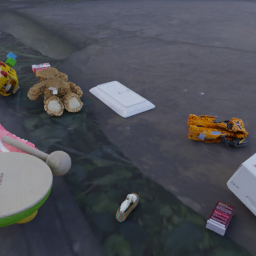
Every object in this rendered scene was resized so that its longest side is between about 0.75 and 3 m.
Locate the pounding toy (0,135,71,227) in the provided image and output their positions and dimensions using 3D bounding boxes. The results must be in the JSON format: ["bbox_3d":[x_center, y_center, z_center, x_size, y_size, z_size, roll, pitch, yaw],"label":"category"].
[{"bbox_3d":[-2.857,1.586,6.763,2.294,1.379,2.972,13,27,8],"label":"pounding toy"}]

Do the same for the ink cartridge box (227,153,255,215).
[{"bbox_3d":[3.929,1.256,6.995,2.341,0.991,1.692,-27,59,-29],"label":"ink cartridge box"}]

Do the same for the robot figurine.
[{"bbox_3d":[3.118,0.045,9.664,2.043,0.595,1.481,5,35,7],"label":"robot figurine"}]

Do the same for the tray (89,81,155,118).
[{"bbox_3d":[-0.323,-1.398,12.143,1.596,0.330,2.973,-19,38,-29],"label":"tray"}]

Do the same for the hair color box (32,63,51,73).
[{"bbox_3d":[-4.628,-3.214,14.974,0.893,0.285,0.495,-14,35,-23],"label":"hair color box"}]

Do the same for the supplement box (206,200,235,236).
[{"bbox_3d":[2.239,2.148,6.749,0.435,0.243,0.799,20,39,29],"label":"supplement box"}]

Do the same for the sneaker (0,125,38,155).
[{"bbox_3d":[-3.444,0.724,8.511,1.214,1.032,2.800,-11,38,-37],"label":"sneaker"}]

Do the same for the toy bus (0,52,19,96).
[{"bbox_3d":[-5.422,-2.014,12.371,2.043,1.119,2.165,-11,55,40],"label":"toy bus"}]

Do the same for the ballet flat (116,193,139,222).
[{"bbox_3d":[0.000,1.900,7.032,0.333,0.355,0.981,18,37,26],"label":"ballet flat"}]

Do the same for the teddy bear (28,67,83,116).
[{"bbox_3d":[-2.995,-1.430,11.819,2.144,0.987,2.957,-32,52,-29],"label":"teddy bear"}]
